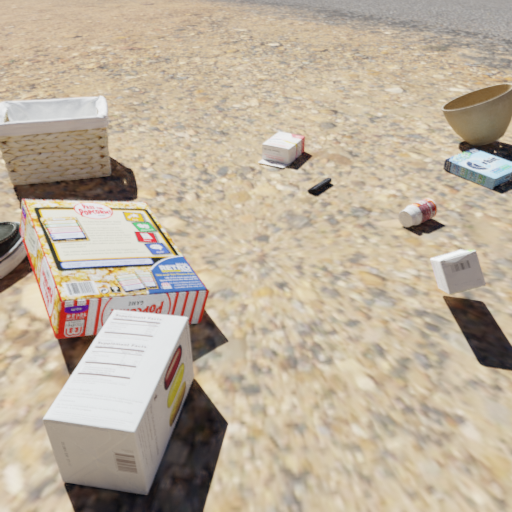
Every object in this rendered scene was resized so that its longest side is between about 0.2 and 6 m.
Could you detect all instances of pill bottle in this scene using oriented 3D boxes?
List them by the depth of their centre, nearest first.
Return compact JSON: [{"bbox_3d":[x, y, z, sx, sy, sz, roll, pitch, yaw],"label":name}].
[{"bbox_3d":[3.383,-0.892,11.729,0.800,0.438,0.438,-22,39,-31],"label":"pill bottle"}]

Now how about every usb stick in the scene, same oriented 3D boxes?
[{"bbox_3d":[1.500,-1.655,13.191,0.227,0.133,0.818,-9,19,45],"label":"usb stick"}]

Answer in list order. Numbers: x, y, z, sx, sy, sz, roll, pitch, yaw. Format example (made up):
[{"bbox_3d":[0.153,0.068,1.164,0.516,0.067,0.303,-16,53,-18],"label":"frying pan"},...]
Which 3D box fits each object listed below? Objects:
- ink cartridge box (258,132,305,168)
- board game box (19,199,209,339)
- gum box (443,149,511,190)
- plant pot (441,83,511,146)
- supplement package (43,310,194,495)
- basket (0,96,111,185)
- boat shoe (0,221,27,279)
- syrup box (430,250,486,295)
[{"bbox_3d":[0.667,-2.789,14.684,0.791,0.458,1.358,15,35,22],"label":"ink cartridge box"},{"bbox_3d":[-2.458,0.048,9.318,2.296,0.702,3.030,-2,33,-32],"label":"board game box"},{"bbox_3d":[5.602,-2.168,13.834,1.214,0.318,1.429,-22,38,-30],"label":"gum box"},{"bbox_3d":[6.148,-3.744,15.240,1.852,1.243,1.852,-21,20,8],"label":"plant pot"},{"bbox_3d":[-1.579,1.718,6.984,1.081,1.123,1.974,5,33,10],"label":"supplement package"},{"bbox_3d":[-4.867,-2.835,13.698,2.588,1.597,1.754,-7,33,-12],"label":"basket"},{"bbox_3d":[-5.332,0.021,9.608,1.160,1.142,3.219,22,39,28],"label":"boat shoe"},{"bbox_3d":[3.188,0.238,8.946,0.553,0.572,1.404,-17,-2,11],"label":"syrup box"}]
